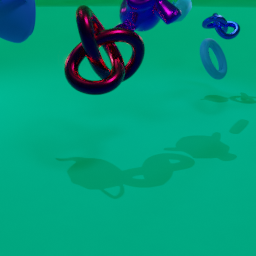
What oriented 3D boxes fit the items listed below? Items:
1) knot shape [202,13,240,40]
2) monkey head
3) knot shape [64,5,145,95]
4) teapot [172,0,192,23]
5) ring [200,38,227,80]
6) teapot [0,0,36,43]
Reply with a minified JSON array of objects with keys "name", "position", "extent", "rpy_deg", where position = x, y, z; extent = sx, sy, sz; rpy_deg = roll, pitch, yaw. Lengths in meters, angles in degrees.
[{"name":"knot shape","position":[3.207,-3.658,9.930],"extent":[1.241,0.613,1.326],"rpy_deg":[6,34,-32]},{"name":"monkey head","position":[0.518,-2.666,6.488],"extent":[1.913,1.153,1.376],"rpy_deg":[-39,78,-22]},{"name":"knot shape","position":[-0.556,-1.419,5.713],"extent":[0.854,1.848,1.729],"rpy_deg":[-8,52,52]},{"name":"teapot","position":[1.828,-4.229,9.820],"extent":[0.649,1.325,0.824],"rpy_deg":[34,3,-12]},{"name":"ring","position":[2.434,-1.954,7.928],"extent":[0.244,1.218,1.218],"rpy_deg":[-19,7,44]},{"name":"teapot","position":[-2.408,-2.282,5.428],"extent":[0.973,1.235,1.987],"rpy_deg":[-8,3,-34]}]
